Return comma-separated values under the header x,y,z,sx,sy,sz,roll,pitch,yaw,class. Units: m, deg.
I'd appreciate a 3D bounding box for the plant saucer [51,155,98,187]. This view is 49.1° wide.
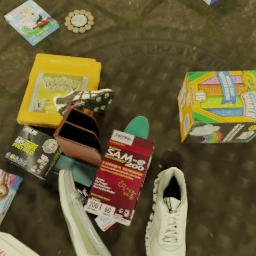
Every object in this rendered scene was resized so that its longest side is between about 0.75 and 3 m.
x,y,z,sx,sy,sz,roll,pitch,yaw,class
-1.695,1.181,8.156,1.650,0.157,0.577,18,68,16,plant saucer

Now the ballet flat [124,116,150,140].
x,y,z,sx,sy,sz,roll,pitch,yaw,class
0.063,0.784,8.035,0.778,0.783,2.289,17,77,9,ballet flat

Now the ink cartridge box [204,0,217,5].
x,y,z,sx,sy,sz,roll,pitch,yaw,class
2.908,-5.959,11.048,1.079,0.508,2.296,-32,71,-11,ink cartridge box

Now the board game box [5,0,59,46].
x,y,z,sx,sy,sz,roll,pitch,yaw,class
-3.537,-3.907,10.301,1.224,0.296,1.618,-43,73,-15,board game box

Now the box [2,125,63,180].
x,y,z,sx,sy,sz,roll,pitch,yaw,class
-2.755,0.695,8.262,1.464,0.324,1.173,23,70,17,box

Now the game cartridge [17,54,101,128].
x,y,z,sx,sy,sz,roll,pitch,yaw,class
-2.161,-1.219,9.116,2.267,0.417,2.572,6,68,2,game cartridge

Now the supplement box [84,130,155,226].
x,y,z,sx,sy,sz,roll,pitch,yaw,class
-0.168,1.245,7.192,1.175,0.657,2.159,16,72,10,supplement box

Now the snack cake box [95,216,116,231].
x,y,z,sx,sy,sz,roll,pitch,yaw,class
-0.349,2.292,7.536,1.046,0.602,0.352,-35,72,-14,snack cake box

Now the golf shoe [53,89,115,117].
x,y,z,sx,sy,sz,roll,pitch,yaw,class
-1.248,-0.890,8.362,1.960,0.757,0.863,-24,60,-37,golf shoe

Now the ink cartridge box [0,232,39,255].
x,y,z,sx,sy,sz,roll,pitch,yaw,class
-3.103,4.030,6.559,1.812,1.041,2.497,29,70,11,ink cartridge box

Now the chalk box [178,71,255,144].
x,y,z,sx,sy,sz,roll,pitch,yaw,class
2.950,-0.574,8.183,2.654,1.657,1.645,-1,68,-2,chalk box

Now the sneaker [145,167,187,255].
x,y,z,sx,sy,sz,roll,pitch,yaw,class
1.045,2.388,7.212,1.078,1.162,2.868,4,69,0,sneaker

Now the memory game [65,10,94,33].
x,y,z,sx,sy,sz,roll,pitch,yaw,class
-1.820,-3.992,10.462,1.104,0.070,1.104,0,68,0,memory game

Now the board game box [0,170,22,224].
x,y,z,sx,sy,sz,roll,pitch,yaw,class
-4.506,2.066,7.677,2.318,0.503,2.307,16,69,7,board game box

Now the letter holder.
x,y,z,sx,sy,sz,roll,pitch,yaw,class
-1.100,0.377,7.700,1.262,1.776,0.893,21,68,8,letter holder

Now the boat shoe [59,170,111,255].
x,y,z,sx,sy,sz,roll,pitch,yaw,class
-1.226,2.287,7.401,0.824,0.947,2.570,-17,72,-13,boat shoe
